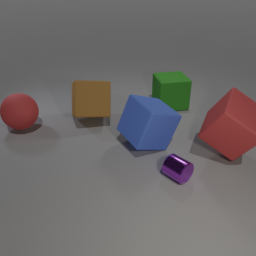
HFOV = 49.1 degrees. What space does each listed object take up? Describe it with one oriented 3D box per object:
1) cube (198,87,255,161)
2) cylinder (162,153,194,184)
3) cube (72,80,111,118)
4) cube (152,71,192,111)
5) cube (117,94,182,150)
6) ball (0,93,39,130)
[{"bbox_3d":[3.321,-0.115,8.846,1.400,1.400,1.400,35,49,-1],"label":"cube"},{"bbox_3d":[1.510,1.227,8.479,0.700,0.700,0.700,-24,38,-36],"label":"cylinder"},{"bbox_3d":[-1.520,-1.164,11.347,1.400,1.400,1.400,-1,5,-16],"label":"cube"},{"bbox_3d":[1.948,-1.686,12.797,1.400,1.400,1.400,-5,30,-9],"label":"cube"},{"bbox_3d":[0.705,-0.185,9.717,1.400,1.400,1.400,3,29,-39],"label":"cube"},{"bbox_3d":[-4.170,-0.637,10.789,1.400,1.400,1.400,0,30,0],"label":"ball"}]
